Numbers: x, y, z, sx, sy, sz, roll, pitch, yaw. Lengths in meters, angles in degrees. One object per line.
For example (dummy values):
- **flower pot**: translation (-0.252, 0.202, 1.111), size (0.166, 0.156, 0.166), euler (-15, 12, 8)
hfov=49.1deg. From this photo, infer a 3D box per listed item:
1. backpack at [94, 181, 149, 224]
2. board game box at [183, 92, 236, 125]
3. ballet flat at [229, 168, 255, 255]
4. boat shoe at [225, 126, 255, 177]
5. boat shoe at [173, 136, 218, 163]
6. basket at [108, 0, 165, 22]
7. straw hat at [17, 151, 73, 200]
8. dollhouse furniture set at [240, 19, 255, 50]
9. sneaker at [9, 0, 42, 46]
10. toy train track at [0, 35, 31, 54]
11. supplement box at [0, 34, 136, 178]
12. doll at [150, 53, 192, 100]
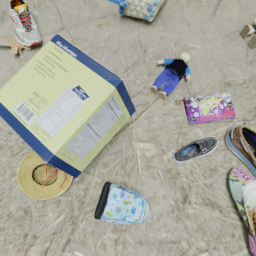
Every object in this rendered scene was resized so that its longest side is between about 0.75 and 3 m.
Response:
- **backpack**: translation (-0.122, 2.309, 8.283), size (1.455, 1.119, 1.187), euler (22, 68, -7)
- **board game box**: translation (2.793, -0.684, 9.651), size (1.612, 0.260, 0.968), euler (-9, 76, -3)
- **ballet flat**: translation (3.811, 2.531, 8.100), size (1.034, 1.064, 2.991), euler (-6, 71, -10)
- **boat shoe**: translation (4.339, 1.044, 8.609), size (2.926, 1.059, 1.057), euler (39, 76, 12)
- **boat shoe**: translation (2.222, 0.648, 9.024), size (1.605, 0.532, 0.561), euler (-19, 72, -6)
- **basket**: translation (0.138, -5.354, 10.296), size (2.758, 1.918, 2.432), euler (31, 73, -1)
- **straw hat**: translation (-2.567, 1.467, 8.669), size (1.623, 0.687, 1.623), euler (5, 74, -18)
- **dollhouse furniture set**: translation (5.274, -3.478, 10.113), size (1.477, 1.119, 1.685), euler (-26, 73, -9)
- **sneaker**: translation (-3.887, -3.959, 10.310), size (0.877, 0.926, 2.253), euler (-25, 75, -22)
- **toy train track**: translation (-4.540, -3.040, 10.301), size (1.839, 0.299, 1.055), euler (5, 53, -14)
- **supplement box**: translation (-1.675, -0.584, 7.602), size (2.605, 1.748, 2.602), euler (38, 81, 23)
- **doll**: translation (1.570, -1.981, 9.951), size (1.321, 0.469, 1.937), euler (36, 75, 12)
